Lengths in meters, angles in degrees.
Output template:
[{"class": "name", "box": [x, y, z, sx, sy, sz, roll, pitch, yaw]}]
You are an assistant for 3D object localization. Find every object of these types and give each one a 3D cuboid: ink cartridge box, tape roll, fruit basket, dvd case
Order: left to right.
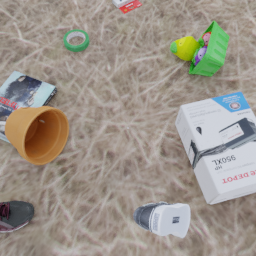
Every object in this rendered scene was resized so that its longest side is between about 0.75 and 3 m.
[{"class": "dvd case", "box": [-4.014, -0.785, 10.047, 1.886, 0.284, 2.584, 22, 65, 12]}, {"class": "tape roll", "box": [-2.125, -3.613, 11.560, 1.048, 0.252, 1.048, 0, 62, -1]}, {"class": "ink cartridge box", "box": [-0.026, -5.723, 12.690, 1.060, 0.237, 0.934, -33, 66, -16]}, {"class": "fruit basket", "box": [2.672, -3.079, 10.731, 2.051, 1.479, 2.051, 7, 67, -16]}, {"class": "ink cartridge box", "box": [3.049, 0.576, 8.762, 2.159, 1.257, 2.986, -14, 63, -7]}]

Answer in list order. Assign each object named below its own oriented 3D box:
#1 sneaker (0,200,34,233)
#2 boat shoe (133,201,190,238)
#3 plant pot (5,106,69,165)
[{"class": "sneaker", "box": [-3.916, 2.403, 7.742, 2.338, 1.350, 0.885, -8, 62, -4]}, {"class": "boat shoe", "box": [0.777, 1.939, 6.004, 0.696, 2.054, 0.737, 5, 79, 32]}, {"class": "plant pot", "box": [-2.959, 0.108, 8.852, 1.281, 1.831, 1.831, 18, 62, 29]}]
